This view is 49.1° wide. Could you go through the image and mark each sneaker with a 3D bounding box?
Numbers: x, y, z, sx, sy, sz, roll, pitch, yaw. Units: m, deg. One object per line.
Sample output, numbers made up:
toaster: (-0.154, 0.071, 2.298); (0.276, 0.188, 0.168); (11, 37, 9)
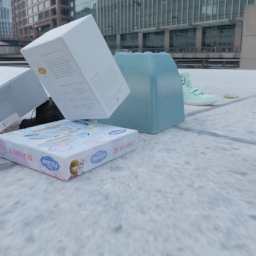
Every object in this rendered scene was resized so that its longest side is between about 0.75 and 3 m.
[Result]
sneaker: (2.951, -1.846, 12.897); (2.470, 1.457, 0.909); (11, 16, 31)

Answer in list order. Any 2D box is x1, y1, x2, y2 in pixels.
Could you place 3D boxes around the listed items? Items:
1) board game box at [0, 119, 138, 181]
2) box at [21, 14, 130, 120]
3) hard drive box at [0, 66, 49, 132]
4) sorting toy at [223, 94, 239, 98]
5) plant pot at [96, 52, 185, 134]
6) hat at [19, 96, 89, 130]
board game box: (-1.361, 0.332, 6.450); (2.331, 0.481, 2.337); (11, 18, 35)
box: (-1.222, -1.361, 6.852); (1.614, 2.119, 1.127); (0, 39, 40)
hard drive box: (-4.170, -0.904, 8.463); (2.813, 1.080, 2.192); (14, 45, 43)
sorting toy: (5.388, -1.647, 14.841); (0.886, 0.119, 0.660); (-14, 24, -42)
plant pot: (0.456, -1.294, 9.128); (2.260, 2.302, 2.253); (9, 18, 33)
hat: (-2.362, -0.583, 9.057); (2.408, 0.971, 2.408); (1, 14, 0)
